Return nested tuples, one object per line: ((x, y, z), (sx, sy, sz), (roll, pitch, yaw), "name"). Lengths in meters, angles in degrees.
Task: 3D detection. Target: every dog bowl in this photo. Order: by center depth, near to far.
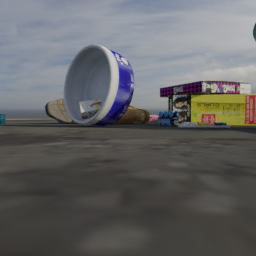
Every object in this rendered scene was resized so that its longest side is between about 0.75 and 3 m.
((-0.878, -1.161, 7.972), (0.871, 2.210, 2.210), (8, -4, -44), "dog bowl")

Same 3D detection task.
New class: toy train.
((1.240, -0.288, 8.548), (0.352, 0.464, 0.812), (-4, 4, -38), "toy train")

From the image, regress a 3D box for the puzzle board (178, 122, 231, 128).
((2.080, -0.094, 7.794), (1.286, 0.148, 1.707), (1, 2, 13), "puzzle board")

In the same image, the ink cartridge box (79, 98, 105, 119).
((-0.902, -0.522, 7.607), (0.779, 0.325, 0.565), (-9, -17, -9), "ink cartridge box")

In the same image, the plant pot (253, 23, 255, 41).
((4.122, -1.670, 6.269), (2.600, 2.443, 2.600), (-13, -26, -6), "plant pot")

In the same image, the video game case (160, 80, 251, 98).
((2.652, -1.331, 9.956), (2.145, 0.424, 2.366), (-2, 3, -27), "video game case")

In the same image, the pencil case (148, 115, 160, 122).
((1.376, -0.503, 14.632), (0.972, 0.402, 0.421), (1, 3, -2), "pencil case")

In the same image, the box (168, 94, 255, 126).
((2.653, -0.560, 8.906), (2.717, 1.023, 0.681), (2, 4, 12), "box")

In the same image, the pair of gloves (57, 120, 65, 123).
((-2.524, -0.309, 12.928), (1.174, 0.166, 1.460), (-1, 1, 18), "pair of gloves")

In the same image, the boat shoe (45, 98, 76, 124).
((-2.266, -0.575, 11.633), (1.017, 1.033, 2.775), (-15, -14, 41), "boat shoe")

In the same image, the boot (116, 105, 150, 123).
((-0.623, -0.572, 11.556), (2.464, 0.815, 2.158), (-3, 4, -43), "boot")

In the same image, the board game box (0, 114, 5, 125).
((-5.021, -0.273, 8.938), (1.683, 0.395, 1.271), (0, 2, 1), "board game box")
